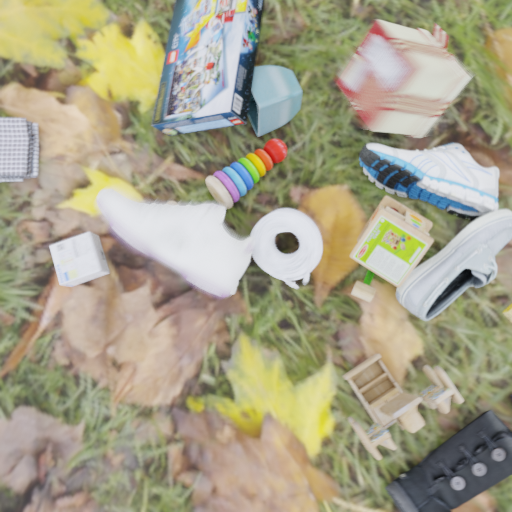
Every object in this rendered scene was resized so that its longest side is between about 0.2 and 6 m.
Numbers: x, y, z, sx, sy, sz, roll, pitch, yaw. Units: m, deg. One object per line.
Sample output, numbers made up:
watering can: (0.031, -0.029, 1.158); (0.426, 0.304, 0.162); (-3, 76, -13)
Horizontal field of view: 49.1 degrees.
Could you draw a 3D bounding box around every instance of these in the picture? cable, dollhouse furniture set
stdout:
cable: (0.582, -0.221, 10.608); (1.382, 0.478, 1.382); (28, 114, 6)
dollhouse furniture set: (2.307, 2.429, 9.794); (1.688, 1.838, 1.196); (-33, 82, -5)

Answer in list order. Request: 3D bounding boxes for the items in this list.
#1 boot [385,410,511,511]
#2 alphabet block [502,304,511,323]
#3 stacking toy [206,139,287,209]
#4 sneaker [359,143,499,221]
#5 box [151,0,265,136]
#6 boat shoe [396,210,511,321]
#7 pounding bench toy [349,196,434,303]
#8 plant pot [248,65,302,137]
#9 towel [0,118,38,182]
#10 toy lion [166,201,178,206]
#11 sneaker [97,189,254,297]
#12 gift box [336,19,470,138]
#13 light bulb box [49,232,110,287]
boot: (3.893, 4.276, 10.086); (2.464, 0.809, 2.031); (-33, 84, -9)
alphabet block: (5.011, 1.104, 10.787); (0.308, 0.306, 0.313); (-40, 82, -8)
stacking toy: (-0.111, -1.706, 11.060); (1.753, 0.748, 0.748); (-38, 83, -10)
sneaker: (3.425, -1.721, 10.970); (2.879, 1.079, 1.247); (21, 75, -5)
box: (-0.918, -3.871, 10.909); (1.971, 0.544, 2.885); (0, 76, 35)
boat shoe: (3.938, 0.247, 10.457); (2.720, 0.949, 0.969); (-38, 48, 0)
pounding bench toy: (2.397, -0.069, 10.567); (1.061, 1.332, 1.708); (32, 113, 5)
plant pot: (0.333, -3.152, 11.090); (1.014, 0.995, 0.992); (-19, 69, -9)
towel: (-5.139, -2.115, 11.130); (1.499, 0.641, 1.241); (-1, 82, 0)
toy lion: (-1.733, -0.457, 11.044); (1.134, 0.389, 1.087); (-23, 89, -3)
sneaker: (-1.435, -0.519, 10.291); (3.007, 1.126, 1.498); (31, 84, -7)
gift box: (2.749, -3.397, 10.470); (1.676, 1.657, 1.795); (-3, 59, -35)
light bulb box: (-3.403, 0.078, 10.811); (0.837, 0.522, 0.830); (-19, 81, 3)
